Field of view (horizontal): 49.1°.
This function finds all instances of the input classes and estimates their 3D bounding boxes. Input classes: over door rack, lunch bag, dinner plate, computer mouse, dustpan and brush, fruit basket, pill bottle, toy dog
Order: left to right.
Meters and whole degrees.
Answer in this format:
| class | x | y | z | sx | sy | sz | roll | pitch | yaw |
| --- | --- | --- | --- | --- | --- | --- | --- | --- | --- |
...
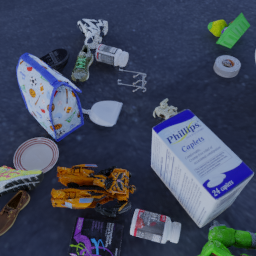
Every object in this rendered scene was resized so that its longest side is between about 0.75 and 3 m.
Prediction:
| class | x | y | z | sx | sy | sz | roll | pitch | yaw |
| --- | --- | --- | --- | --- | --- | --- | --- | --- | --- |
| dinner plate | -3.184 | 1.005 | 9.776 | 1.546 | 0.187 | 1.546 | 0 | 52 | 0 |
| computer mouse | -3.592 | -2.758 | 12.383 | 2.288 | 0.603 | 1.584 | -25 | 57 | -4 |
| lunch bag | -2.747 | -1.184 | 9.924 | 1.575 | 2.543 | 2.162 | -39 | 62 | -24 |
| dustpan and brush | -1.244 | -0.630 | 10.871 | 1.837 | 0.526 | 1.282 | 15 | 48 | 3 |
| pill bottle | -0.710 | -3.226 | 12.553 | 1.344 | 0.765 | 0.765 | 19 | 56 | 13 |
| over door rack | 0.152 | -2.027 | 11.810 | 1.266 | 0.422 | 0.935 | 14 | 52 | -16 |
| pill bottle | 0.794 | 2.853 | 8.047 | 1.358 | 0.752 | 0.752 | 12 | 54 | 8 |
| toy dog | 1.504 | -0.537 | 10.645 | 0.885 | 0.637 | 0.913 | -28 | 62 | -23 |
| fruit basket | 4.767 | -4.847 | 13.580 | 1.762 | 1.271 | 1.762 | 6 | 64 | -13 |

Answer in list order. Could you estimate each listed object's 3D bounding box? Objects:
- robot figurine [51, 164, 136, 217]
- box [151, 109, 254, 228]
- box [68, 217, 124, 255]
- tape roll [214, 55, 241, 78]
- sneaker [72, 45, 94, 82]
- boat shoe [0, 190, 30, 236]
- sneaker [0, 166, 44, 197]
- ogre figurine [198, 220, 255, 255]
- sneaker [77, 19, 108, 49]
| class | x | y | z | sx | sy | sz | roll | pitch | yaw |
| --- | --- | --- | --- | --- | --- | --- | --- | --- | --- |
| robot figurine | -1.009 | 1.834 | 8.712 | 2.518 | 0.733 | 1.825 | 0 | 43 | 0 |
| box | 1.944 | 1.195 | 8.240 | 1.360 | 2.384 | 2.593 | -30 | 59 | -17 |
| box | -0.902 | 3.200 | 8.100 | 1.448 | 0.261 | 1.035 | 6 | 54 | 3 |
| tape roll | 4.397 | -2.741 | 12.441 | 1.102 | 0.364 | 1.102 | 0 | 54 | 0 |
| sneaker | -2.034 | -2.859 | 12.189 | 0.782 | 0.901 | 2.033 | 4 | 54 | 3 |
| boat shoe | -3.586 | 2.514 | 8.454 | 0.534 | 0.501 | 1.483 | 23 | 57 | 16 |
| sneaker | -3.781 | 1.568 | 8.973 | 2.116 | 0.827 | 0.955 | -11 | 52 | -7 |
| ogre figurine | 2.616 | 3.614 | 7.113 | 1.726 | 1.412 | 2.879 | 33 | 71 | 8 |
| sneaker | -1.963 | -4.622 | 13.534 | 1.403 | 0.861 | 2.156 | 14 | 54 | 12 |
